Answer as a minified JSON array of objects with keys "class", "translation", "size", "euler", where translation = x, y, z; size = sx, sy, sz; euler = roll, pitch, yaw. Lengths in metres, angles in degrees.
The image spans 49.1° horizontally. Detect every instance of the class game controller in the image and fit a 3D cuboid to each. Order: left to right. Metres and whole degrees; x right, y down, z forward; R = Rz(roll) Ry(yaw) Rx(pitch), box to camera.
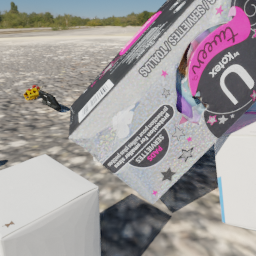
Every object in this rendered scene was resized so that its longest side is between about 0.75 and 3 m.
[{"class":"game controller","translation":[-2.484,-0.882,8.854],"size":[0.225,0.558,1.070],"euler":[-33,37,-30]}]

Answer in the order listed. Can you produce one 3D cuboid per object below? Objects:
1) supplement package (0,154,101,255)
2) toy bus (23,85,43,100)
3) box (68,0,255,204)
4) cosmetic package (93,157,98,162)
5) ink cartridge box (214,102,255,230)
[{"class":"supplement package","translation":[-0.847,1.163,2.632],"size":[0.895,1.476,0.884],"euler":[21,30,40]},{"class":"toy bus","translation":[-3.415,-1.245,10.204],"size":[0.723,0.374,0.683],"euler":[-29,-2,1]},{"class":"box","translation":[0.573,-0.574,3.947],"size":[1.488,2.594,1.714],"euler":[41,5,-19]},{"class":"cosmetic package","translation":[-0.505,0.228,5.791],"size":[0.328,0.887,0.451],"euler":[8,23,20]},{"class":"ink cartridge box","translation":[2.402,0.405,4.354],"size":[1.391,1.427,2.221],"euler":[0,17,35]}]
